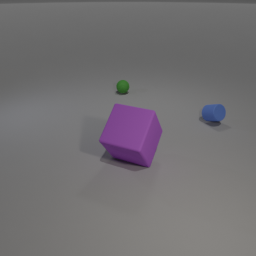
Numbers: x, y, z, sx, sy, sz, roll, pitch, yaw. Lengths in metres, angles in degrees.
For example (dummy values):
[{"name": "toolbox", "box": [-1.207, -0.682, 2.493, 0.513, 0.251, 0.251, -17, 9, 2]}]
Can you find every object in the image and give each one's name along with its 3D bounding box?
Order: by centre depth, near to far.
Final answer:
[{"name": "cube", "box": [0.147, 0.243, 9.007, 1.400, 1.400, 1.400, 13, 68, 23]}, {"name": "cylinder", "box": [3.576, -0.637, 11.698, 0.700, 0.700, 0.700, -16, 9, -27]}, {"name": "ball", "box": [-0.274, -2.212, 14.933, 0.700, 0.700, 0.700, 0, 28, 0]}]
